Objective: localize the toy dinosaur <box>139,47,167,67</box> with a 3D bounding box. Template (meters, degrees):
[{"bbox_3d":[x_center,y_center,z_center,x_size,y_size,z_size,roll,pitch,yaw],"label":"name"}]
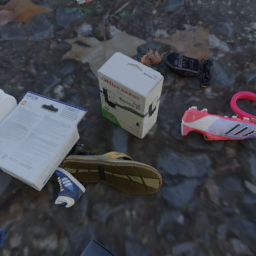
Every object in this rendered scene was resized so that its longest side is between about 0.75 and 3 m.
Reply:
[{"bbox_3d":[0.975,-2.712,11.093,1.224,0.525,0.830,-4,58,-8],"label":"toy dinosaur"}]

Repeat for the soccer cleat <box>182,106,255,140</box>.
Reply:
[{"bbox_3d":[3.111,0.047,9.259,2.709,0.904,1.036,14,90,2],"label":"soccer cleat"}]

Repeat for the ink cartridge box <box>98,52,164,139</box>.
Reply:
[{"bbox_3d":[0.054,-0.954,8.864,1.735,2.367,0.983,31,63,18],"label":"ink cartridge box"}]

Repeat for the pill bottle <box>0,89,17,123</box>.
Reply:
[{"bbox_3d":[-4.976,-0.956,9.575,2.049,1.167,1.167,20,60,13],"label":"pill bottle"}]

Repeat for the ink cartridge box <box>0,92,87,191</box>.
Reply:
[{"bbox_3d":[-2.978,0.253,8.858,2.741,0.558,2.747,19,61,27],"label":"ink cartridge box"}]

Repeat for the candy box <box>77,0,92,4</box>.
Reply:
[{"bbox_3d":[-2.049,-6.416,13.530,0.990,0.302,0.675,-25,62,-14],"label":"candy box"}]

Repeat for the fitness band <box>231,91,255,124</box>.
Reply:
[{"bbox_3d":[4.477,-0.685,9.947,1.665,0.312,1.196,25,59,14],"label":"fitness band"}]

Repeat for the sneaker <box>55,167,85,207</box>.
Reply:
[{"bbox_3d":[-1.939,1.790,8.258,1.171,0.472,0.857,36,60,15],"label":"sneaker"}]

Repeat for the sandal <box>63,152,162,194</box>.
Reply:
[{"bbox_3d":[-0.445,1.181,8.382,2.996,1.203,0.809,9,40,10],"label":"sandal"}]

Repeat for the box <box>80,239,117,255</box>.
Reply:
[{"bbox_3d":[-0.818,4.098,6.764,1.667,0.539,2.113,30,62,19],"label":"box"}]

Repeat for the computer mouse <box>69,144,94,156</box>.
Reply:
[{"bbox_3d":[-1.455,0.814,9.057,0.836,0.192,0.587,4,59,10],"label":"computer mouse"}]

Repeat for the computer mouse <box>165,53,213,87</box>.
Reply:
[{"bbox_3d":[2.291,-2.299,10.879,1.932,0.509,1.338,18,59,-2],"label":"computer mouse"}]
